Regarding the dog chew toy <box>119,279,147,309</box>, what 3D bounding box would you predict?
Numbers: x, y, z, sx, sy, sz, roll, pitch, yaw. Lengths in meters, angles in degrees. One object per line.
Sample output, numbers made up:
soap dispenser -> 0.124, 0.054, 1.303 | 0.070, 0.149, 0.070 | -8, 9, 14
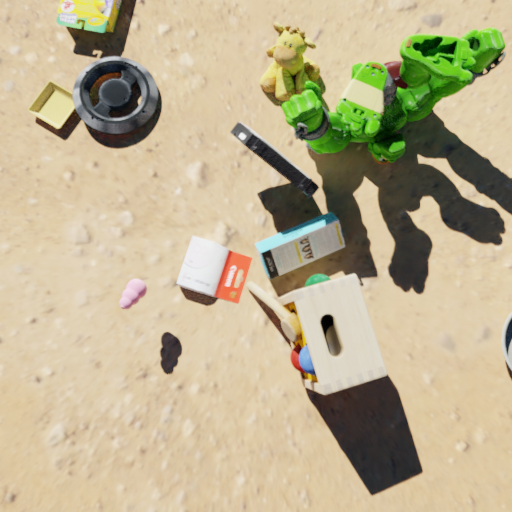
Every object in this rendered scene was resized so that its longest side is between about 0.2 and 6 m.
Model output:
dog chew toy -> -2.248, 0.714, 10.138 | 0.377, 0.377, 0.605 | 29, 57, 6

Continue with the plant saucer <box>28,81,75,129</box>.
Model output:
plant saucer -> -4.245, -3.165, 11.866 | 0.832, 0.202, 0.832 | 31, 80, 7

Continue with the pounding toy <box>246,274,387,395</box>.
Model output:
pounding toy -> 0.977, 1.246, 10.140 | 1.601, 2.073, 2.252 | -16, 83, -9

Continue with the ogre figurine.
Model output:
ogre figurine -> 2.447, -2.980, 10.694 | 4.055, 2.431, 1.990 | -41, 85, -6

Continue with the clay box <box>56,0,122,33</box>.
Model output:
clay box -> -3.553, -5.728, 12.259 | 1.140, 0.472, 1.984 | 11, 78, 2

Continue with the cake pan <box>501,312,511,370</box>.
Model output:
cake pan -> 5.549, 1.708, 10.778 | 1.765, 0.324, 1.765 | 0, 78, 0

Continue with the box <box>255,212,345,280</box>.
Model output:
box -> 0.865, -0.206, 10.965 | 1.656, 0.407, 0.681 | -23, 122, -6

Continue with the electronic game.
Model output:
electronic game -> -2.960, -3.382, 11.816 | 1.770, 0.368, 1.770 | 1, 78, -6

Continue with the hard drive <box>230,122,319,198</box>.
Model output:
hard drive -> 0.350, -1.849, 10.685 | 1.725, 1.205, 0.326 | 36, 100, -25

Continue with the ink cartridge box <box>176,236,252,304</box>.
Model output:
ink cartridge box -> -0.817, 0.279, 11.093 | 1.257, 0.359, 1.022 | 16, 79, 7

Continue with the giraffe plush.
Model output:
giraffe plush -> 0.731, -4.108, 11.542 | 1.289, 1.211, 1.494 | 2, 78, 0
